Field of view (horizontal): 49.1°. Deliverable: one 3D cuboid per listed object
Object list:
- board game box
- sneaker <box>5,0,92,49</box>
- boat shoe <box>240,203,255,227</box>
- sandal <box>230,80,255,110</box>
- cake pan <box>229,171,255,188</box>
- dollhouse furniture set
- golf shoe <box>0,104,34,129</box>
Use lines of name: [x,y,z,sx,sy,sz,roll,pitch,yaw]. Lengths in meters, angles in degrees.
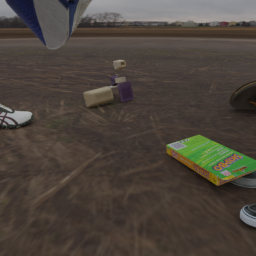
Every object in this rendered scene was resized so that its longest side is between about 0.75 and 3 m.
board game box: [1.533,0.558,5.260,0.852,0.267,1.783,-15,18,-19]
sneaker: [-0.316,-1.789,2.633,1.436,1.004,2.486,-46,10,-26]
boat shoe: [2.171,1.104,3.900,1.209,0.429,0.436,-2,21,-5]
sandal: [4.397,-0.719,8.169,2.662,1.088,0.727,11,44,9]
cake pan: [2.120,0.798,5.074,0.824,0.151,0.824,0,21,0]
dollhouse furniture set: [-0.989,-1.459,9.661,1.799,1.425,1.276,-21,14,-37]
golf shoe: [-3.268,-0.346,7.315,1.545,0.681,0.596,-6,21,-19]
